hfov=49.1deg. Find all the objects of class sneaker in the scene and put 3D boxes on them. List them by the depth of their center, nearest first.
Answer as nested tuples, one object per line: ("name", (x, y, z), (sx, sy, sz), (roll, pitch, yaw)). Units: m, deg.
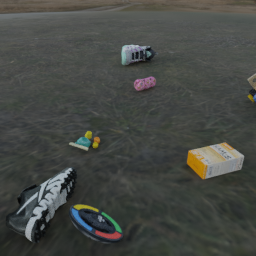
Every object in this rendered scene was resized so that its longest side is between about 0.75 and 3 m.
("sneaker", (-1.529, 1.210, 5.028), (0.789, 0.579, 1.743), (10, 31, 12))
("sneaker", (0.689, -3.815, 14.426), (1.709, 0.949, 2.443), (7, 28, 14))

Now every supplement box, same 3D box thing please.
("supplement box", (1.930, 0.708, 6.222), (1.025, 0.377, 0.646), (-10, 30, -20))

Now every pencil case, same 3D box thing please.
("pencil case", (0.674, -1.733, 10.860), (0.966, 0.418, 0.400), (-21, 75, -45))

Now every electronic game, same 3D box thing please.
("electronic game", (-0.490, 1.454, 4.316), (0.919, 0.191, 0.919), (29, 3, -1))

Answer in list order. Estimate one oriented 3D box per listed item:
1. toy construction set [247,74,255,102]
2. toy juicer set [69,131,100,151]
("toy construction set", (5.109, -1.305, 8.916), (2.591, 2.161, 1.991), (22, 16, -1))
("toy juicer set", (-1.039, 0.410, 7.042), (0.531, 0.227, 0.835), (30, 32, 15))
